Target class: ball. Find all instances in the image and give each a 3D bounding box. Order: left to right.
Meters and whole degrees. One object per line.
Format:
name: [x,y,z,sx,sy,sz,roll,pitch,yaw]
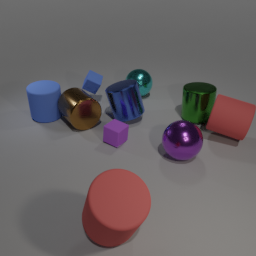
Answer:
ball: [0.544,-2.275,14.152,1.400,1.400,1.400,0,31,0]
ball: [1.876,0.419,9.671,1.400,1.400,1.400,0,31,0]

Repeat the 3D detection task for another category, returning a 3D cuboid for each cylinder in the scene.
cylinder: [-3.608,-1.169,12.236,1.400,1.400,1.400,2,34,-1]
cylinder: [-2.031,-0.820,11.723,1.400,1.400,1.400,-19,36,-28]
cylinder: [-0.315,1.876,6.542,1.400,1.400,1.400,8,53,-10]
cylinder: [-0.116,-1.194,12.047,1.400,1.400,1.400,-14,25,7]
cylinder: [3.054,-1.117,12.154,1.400,1.400,1.400,-2,28,1]
cylinder: [3.830,-0.408,10.506,1.400,1.400,1.400,20,36,15]

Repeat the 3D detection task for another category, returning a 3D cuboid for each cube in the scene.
cube: [-1.683,-2.170,13.291,0.700,0.700,0.700,23,46,-18]
cube: [-0.462,0.194,10.646,0.700,0.700,0.700,23,37,25]
